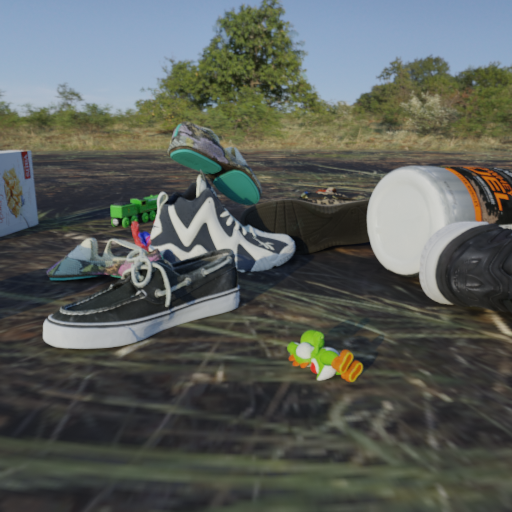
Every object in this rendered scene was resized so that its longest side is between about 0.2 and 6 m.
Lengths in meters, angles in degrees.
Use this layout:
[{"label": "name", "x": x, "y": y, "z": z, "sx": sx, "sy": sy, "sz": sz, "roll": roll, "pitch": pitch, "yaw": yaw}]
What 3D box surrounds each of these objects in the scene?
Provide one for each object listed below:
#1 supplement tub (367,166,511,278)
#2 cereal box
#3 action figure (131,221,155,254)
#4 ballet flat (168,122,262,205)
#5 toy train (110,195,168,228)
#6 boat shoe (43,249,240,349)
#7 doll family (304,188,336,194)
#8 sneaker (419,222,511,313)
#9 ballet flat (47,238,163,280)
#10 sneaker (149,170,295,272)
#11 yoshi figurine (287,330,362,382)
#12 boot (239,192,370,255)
[{"label": "supplement tub", "x": 3.111, "y": -0.540, "z": 8.432, "sx": 2.602, "sy": 1.594, "sz": 1.594, "roll": -5, "pitch": 14, "yaw": -31}, {"label": "cereal box", "x": -5.303, "y": -1.256, "z": 11.417, "sx": 0.466, "sy": 1.696, "sz": 2.357, "roll": 2, "pitch": 14, "yaw": 9}, {"label": "action figure", "x": -1.867, "y": -0.318, "z": 10.123, "sx": 0.704, "sy": 0.556, "sz": 2.151, "roll": -2, "pitch": 16, "yaw": -19}, {"label": "ballet flat", "x": -0.564, "y": -1.534, "z": 9.037, "sx": 0.769, "sy": 0.769, "sz": 2.138, "roll": 11, "pitch": -12, "yaw": 38}, {"label": "toy train", "x": -2.659, "y": -1.084, "z": 13.072, "sx": 0.433, "sy": 0.585, "sz": 2.075, "roll": 6, "pitch": 15, "yaw": 23}, {"label": "boat shoe", "x": -1.189, "y": 0.380, "z": 6.363, "sx": 2.496, "sy": 0.852, "sz": 0.922, "roll": -10, "pitch": 17, "yaw": -37}, {"label": "doll family", "x": 1.391, "y": -1.132, "z": 13.420, "sx": 1.015, "sy": 0.737, "sz": 1.636, "roll": -13, "pitch": 0, "yaw": -26}, {"label": "sneaker", "x": 3.847, "y": 0.122, "z": 6.755, "sx": 3.414, "sy": 1.288, "sz": 1.943, "roll": -11, "pitch": 18, "yaw": -22}, {"label": "ballet flat", "x": -2.202, "y": 0.053, "z": 8.234, "sx": 1.758, "sy": 0.625, "sz": 0.608, "roll": 1, "pitch": 12, "yaw": 5}, {"label": "sneaker", "x": -0.504, "y": -0.583, "z": 8.882, "sx": 2.393, "sy": 1.557, "sz": 0.955, "roll": -3, "pitch": 15, "yaw": -12}, {"label": "yoshi figurine", "x": 0.635, "y": 0.889, "z": 5.253, "sx": 0.421, "sy": 0.423, "sz": 0.752, "roll": -6, "pitch": 12, "yaw": -42}, {"label": "boot", "x": 0.991, "y": -0.717, "z": 10.716, "sx": 2.721, "sy": 0.996, "sz": 2.049, "roll": -7, "pitch": 11, "yaw": -4}]
